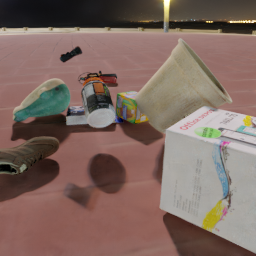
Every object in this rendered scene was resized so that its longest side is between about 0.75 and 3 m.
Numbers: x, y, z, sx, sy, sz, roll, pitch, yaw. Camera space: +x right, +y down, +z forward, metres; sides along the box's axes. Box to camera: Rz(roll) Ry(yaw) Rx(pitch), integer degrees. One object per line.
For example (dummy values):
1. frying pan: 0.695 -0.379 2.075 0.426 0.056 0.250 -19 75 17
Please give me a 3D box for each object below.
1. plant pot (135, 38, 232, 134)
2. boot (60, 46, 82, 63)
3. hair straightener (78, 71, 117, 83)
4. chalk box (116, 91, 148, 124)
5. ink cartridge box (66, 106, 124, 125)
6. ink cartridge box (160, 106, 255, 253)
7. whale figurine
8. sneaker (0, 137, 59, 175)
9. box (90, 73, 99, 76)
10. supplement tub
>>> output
1. plant pot: 1.752 -1.230 9.902 2.527 2.760 2.760 -39 12 23
2. boot: -2.224 -2.854 10.879 0.730 0.332 0.868 -22 18 18
3. hair straightener: -1.949 -3.238 17.938 2.571 0.526 0.989 -2 37 9
4. chalk box: 0.134 -0.978 12.204 1.031 1.036 1.665 -16 28 -39
5. ink cartridge box: -1.416 -0.587 12.100 2.401 0.471 1.194 -2 24 -7
6. ink cartridge box: 2.546 1.036 6.338 2.955 2.158 2.168 17 28 33
7. whale figurine: -3.633 -0.980 12.099 2.648 1.374 2.107 -41 2 -30
8. sneaker: -3.168 0.996 8.421 2.459 0.866 0.929 -15 50 -29
9. box: -2.139 -3.397 18.711 1.233 0.161 1.509 15 29 30
10. supplement tub: -1.111 -0.960 10.114 1.064 1.064 1.737 -6 51 -13
